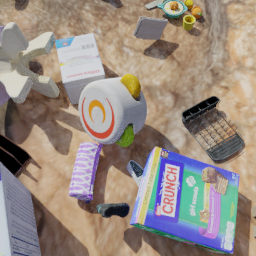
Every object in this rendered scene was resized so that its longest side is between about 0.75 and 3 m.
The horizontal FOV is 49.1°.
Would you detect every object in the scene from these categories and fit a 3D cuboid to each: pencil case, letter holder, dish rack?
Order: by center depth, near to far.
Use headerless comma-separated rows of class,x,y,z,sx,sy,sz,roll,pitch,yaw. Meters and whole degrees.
pencil case,-1.138,1.176,7.614,0.683,0.670,1.597,-12,59,33
letter holder,-3.617,0.535,7.745,1.481,1.053,0.745,29,67,15
dish rack,2.562,0.033,8.333,1.364,0.485,1.778,-28,67,-13

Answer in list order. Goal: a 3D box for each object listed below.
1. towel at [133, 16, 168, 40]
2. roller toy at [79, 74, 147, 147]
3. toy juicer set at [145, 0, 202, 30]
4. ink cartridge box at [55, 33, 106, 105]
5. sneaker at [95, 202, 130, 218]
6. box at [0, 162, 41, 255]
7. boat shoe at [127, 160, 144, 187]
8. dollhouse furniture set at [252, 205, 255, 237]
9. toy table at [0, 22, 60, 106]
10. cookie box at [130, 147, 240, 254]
towel,0.787,-3.435,9.682,1.193,0.791,0.206,-9,55,-31
roller toy,-0.386,-0.520,7.652,1.688,1.851,1.293,9,20,41
toy juicer set,1.876,-4.695,10.700,2.111,0.574,1.343,36,68,17
ink cartridge box,-1.450,-1.846,8.856,1.245,1.239,1.697,-13,64,-6
sneaker,-0.347,1.936,6.750,0.391,0.986,0.372,8,83,43
box,-2.872,2.423,5.998,1.379,2.417,2.628,-16,63,-10
boat shoe,0.393,1.392,7.666,0.451,0.409,1.225,-41,70,-19
dollhouse furniture set,3.905,2.616,6.711,1.404,0.994,1.528,8,63,4
toy table,-3.321,-1.880,8.289,1.696,2.662,2.896,1,67,18
cookie box,1.444,1.788,6.989,2.318,0.871,1.983,18,63,-3
